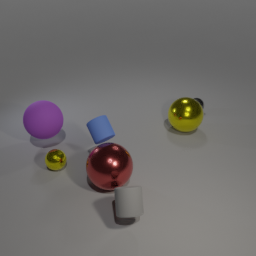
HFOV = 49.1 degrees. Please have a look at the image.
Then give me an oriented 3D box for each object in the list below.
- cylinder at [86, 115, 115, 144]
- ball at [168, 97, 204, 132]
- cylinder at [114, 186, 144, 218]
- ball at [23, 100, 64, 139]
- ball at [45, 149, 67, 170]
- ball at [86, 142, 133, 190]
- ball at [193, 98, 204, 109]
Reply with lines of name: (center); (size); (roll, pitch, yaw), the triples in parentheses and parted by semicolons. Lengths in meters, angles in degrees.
cylinder: (-0.851, 0.057, 8.777); (0.700, 0.700, 0.700); (-21, 80, -31)
ball: (2.292, -0.530, 11.166); (1.400, 1.400, 1.400); (0, 30, 0)
cylinder: (0.024, 1.842, 7.050); (0.700, 0.700, 0.700); (-4, -8, -1)
ball: (-3.042, -0.294, 10.091); (1.400, 1.400, 1.400); (0, 30, 0)
ball: (-2.376, 1.039, 9.215); (0.700, 0.700, 0.700); (0, 30, 0)
ball: (-0.545, 1.130, 8.315); (1.400, 1.400, 1.400); (0, 30, 0)
ball: (3.104, -1.021, 12.723); (0.700, 0.700, 0.700); (0, 30, 0)
